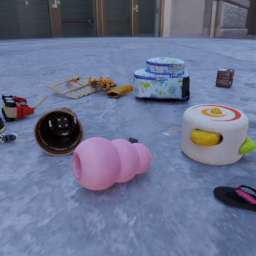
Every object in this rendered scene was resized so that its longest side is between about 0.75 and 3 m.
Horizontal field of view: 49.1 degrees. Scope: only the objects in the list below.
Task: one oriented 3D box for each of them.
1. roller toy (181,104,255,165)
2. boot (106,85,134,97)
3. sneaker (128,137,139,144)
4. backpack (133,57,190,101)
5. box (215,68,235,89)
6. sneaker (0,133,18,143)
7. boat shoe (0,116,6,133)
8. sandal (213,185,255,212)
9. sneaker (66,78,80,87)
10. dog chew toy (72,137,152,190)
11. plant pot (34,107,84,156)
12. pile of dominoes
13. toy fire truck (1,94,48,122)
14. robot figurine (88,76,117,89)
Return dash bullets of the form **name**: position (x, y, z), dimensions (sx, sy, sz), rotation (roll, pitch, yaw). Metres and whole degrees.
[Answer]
- **roller toy**: position (2.790, 0.096, 9.241), dimensions (2.265, 1.583, 2.067), rotation (-7, 24, -16)
- **boot**: position (-0.414, -1.986, 15.480), dimensions (1.489, 0.524, 1.066), rotation (-7, 21, 6)
- **sneaker**: position (0.170, 0.549, 9.775), dimensions (0.372, 0.311, 0.820), rotation (8, 25, 8)
- **backpack**: position (1.753, -2.657, 14.983), dimensions (2.925, 2.149, 2.676), rotation (-1, 19, 8)
- **box**: position (6.015, -3.096, 17.370), dimensions (0.864, 1.052, 0.873), rotation (14, 27, 28)
- **sneaker**: position (-4.421, 0.373, 10.232), dimensions (0.790, 0.310, 0.314), rotation (-4, 16, 20)
- **boat shoe**: position (-5.399, 0.065, 10.372), dimensions (0.844, 0.748, 2.257), rotation (7, 24, 16)
- **sandal**: position (3.108, 1.725, 6.898), dimensions (1.927, 0.434, 0.724), rotation (13, 27, 28)
- **sneaker**: position (-3.355, -2.892, 17.499), dimensions (0.846, 0.586, 1.511), rotation (-12, 26, -22)
- **dog chew toy**: position (-0.341, 0.913, 7.749), dimensions (2.267, 1.411, 1.411), rotation (-4, 22, -29)
- **plant pot**: position (-2.354, -0.016, 9.793), dimensions (1.579, 1.579, 1.563), rotation (-4, 15, -8)
- **pile of dominoes**: position (-3.007, -2.271, 16.292), dimensions (2.146, 0.438, 2.754), rotation (29, 37, 23)
- **toy fire truck**: position (-4.696, -1.066, 12.765), dimensions (1.830, 1.177, 1.611), rotation (-1, 20, -31)
- **robot figurine**: position (-1.493, -2.604, 16.027), dimensions (1.390, 0.558, 1.918), rotation (-10, 19, -29)
